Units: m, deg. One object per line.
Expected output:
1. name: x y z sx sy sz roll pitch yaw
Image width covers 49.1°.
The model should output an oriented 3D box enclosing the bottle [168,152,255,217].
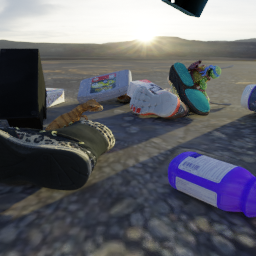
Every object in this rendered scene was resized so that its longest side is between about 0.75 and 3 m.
1. bottle: 1.406 0.828 4.011 0.711 0.556 1.703 -22 27 -39

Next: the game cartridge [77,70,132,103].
1. game cartridge: -0.937 -1.648 11.268 2.211 0.452 1.472 -12 43 8

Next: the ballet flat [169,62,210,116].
1. ballet flat: 2.080 -1.197 9.855 0.889 0.895 2.616 3 48 -22

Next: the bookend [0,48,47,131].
1. bookend: -2.884 -0.679 7.878 1.005 2.168 2.181 -3 -27 -11

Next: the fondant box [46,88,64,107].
1. fondant box: -3.515 -1.136 10.707 1.383 0.558 1.917 5 18 16

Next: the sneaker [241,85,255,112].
1. sneaker: 5.181 -0.880 8.912 2.923 1.177 2.140 -14 25 -42

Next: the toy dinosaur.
1. toy dinosaur: -1.574 0.046 6.154 2.237 1.188 0.676 -36 64 -2

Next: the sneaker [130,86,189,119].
1. sneaker: 0.973 -0.687 9.139 1.014 0.955 2.477 21 4 -34

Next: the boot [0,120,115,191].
1. boot: -1.566 0.320 5.247 2.459 0.887 1.857 10 16 13

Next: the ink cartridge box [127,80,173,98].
1. ink cartridge box: 0.814 -1.251 10.403 1.371 0.578 0.992 34 33 31

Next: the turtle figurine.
1. turtle figurine: 2.749 -1.589 10.939 2.299 1.707 2.371 -8 -4 40

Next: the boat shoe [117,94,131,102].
1. boat shoe: -0.110 -1.570 11.760 0.806 0.787 2.131 -3 17 -9

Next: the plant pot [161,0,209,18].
1. plant pot: 0.933 -2.276 4.686 0.635 0.634 0.898 22 17 -14
